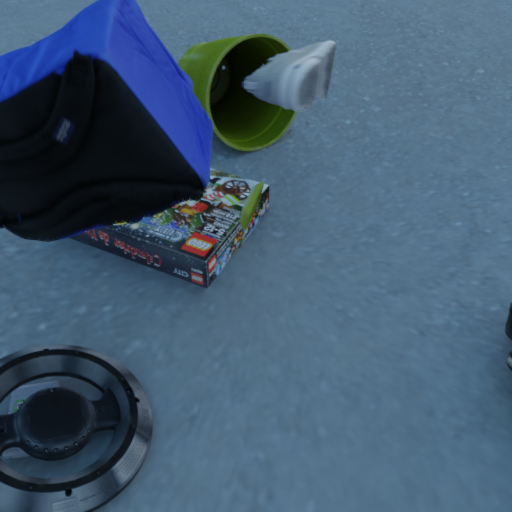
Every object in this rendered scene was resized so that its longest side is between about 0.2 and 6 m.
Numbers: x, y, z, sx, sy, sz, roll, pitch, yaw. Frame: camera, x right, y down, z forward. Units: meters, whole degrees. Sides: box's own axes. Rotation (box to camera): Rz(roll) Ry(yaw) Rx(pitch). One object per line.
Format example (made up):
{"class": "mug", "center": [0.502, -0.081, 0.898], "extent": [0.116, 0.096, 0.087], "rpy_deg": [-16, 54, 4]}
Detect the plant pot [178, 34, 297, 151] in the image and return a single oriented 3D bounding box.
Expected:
{"class": "plant pot", "center": [-0.628, -3.857, 12.673], "extent": [2.427, 2.427, 2.337], "rpy_deg": [-25, 36, -25]}

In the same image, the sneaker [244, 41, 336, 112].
{"class": "sneaker", "center": [0.530, -2.595, 7.783], "extent": [0.898, 0.818, 2.190], "rpy_deg": [15, 27, 14]}

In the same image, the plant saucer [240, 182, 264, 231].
{"class": "plant saucer", "center": [-0.077, -0.675, 7.497], "extent": [0.131, 0.547, 0.546], "rpy_deg": [23, 69, 2]}

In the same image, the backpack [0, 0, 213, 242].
{"class": "backpack", "center": [-2.297, -1.609, 7.210], "extent": [2.968, 2.412, 2.490], "rpy_deg": [-20, 42, 19]}

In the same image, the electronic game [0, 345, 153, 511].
{"class": "electronic game", "center": [-2.511, 2.095, 6.998], "extent": [2.421, 0.504, 2.421], "rpy_deg": [12, 39, -10]}

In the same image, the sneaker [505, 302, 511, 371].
{"class": "sneaker", "center": [4.052, 1.801, 7.192], "extent": [1.493, 1.314, 3.529], "rpy_deg": [4, 33, 13]}

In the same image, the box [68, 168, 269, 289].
{"class": "box", "center": [-1.810, -0.903, 10.421], "extent": [3.475, 0.655, 2.373], "rpy_deg": [18, 45, 19]}

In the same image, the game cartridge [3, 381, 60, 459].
{"class": "game cartridge", "center": [-2.926, 2.140, 7.447], "extent": [0.699, 0.212, 1.048], "rpy_deg": [-5, 43, -11]}
